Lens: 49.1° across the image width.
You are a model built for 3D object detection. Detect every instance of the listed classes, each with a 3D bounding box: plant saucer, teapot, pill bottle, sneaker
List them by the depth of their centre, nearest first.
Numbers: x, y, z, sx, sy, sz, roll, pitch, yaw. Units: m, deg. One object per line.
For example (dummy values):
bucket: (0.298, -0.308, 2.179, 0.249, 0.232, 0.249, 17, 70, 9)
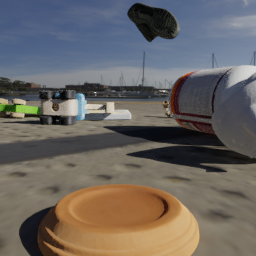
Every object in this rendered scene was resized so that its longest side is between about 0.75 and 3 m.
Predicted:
plant saucer: (-0.061, 0.610, 1.932, 1.079, 0.202, 1.079, -1, 7, 0)
teapot: (1.981, -0.020, 4.004, 1.407, 1.027, 1.389, -21, -22, -16)
pill bottle: (2.233, -0.579, 6.254, 1.540, 1.540, 2.810, -3, 8, -23)
sneaker: (1.098, -3.633, 10.128, 2.367, 0.905, 1.356, 37, 3, 38)

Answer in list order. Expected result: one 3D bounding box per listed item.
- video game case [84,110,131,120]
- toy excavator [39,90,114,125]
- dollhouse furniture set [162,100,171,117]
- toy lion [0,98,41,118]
video game case: (-1.156, -0.552, 11.412, 2.449, 0.280, 2.229, 0, 7, -3)
toy excavator: (-1.699, -0.736, 9.583, 2.104, 1.081, 2.164, 1, 7, 12)
dollhouse furniture set: (2.183, -0.697, 11.713, 1.498, 0.776, 0.663, 4, -32, 32)
toy lion: (-4.574, -0.812, 12.399, 2.243, 0.770, 2.150, 6, 1, 39)
